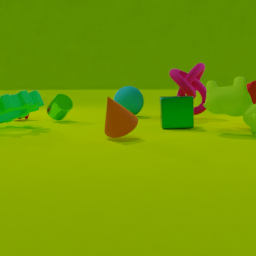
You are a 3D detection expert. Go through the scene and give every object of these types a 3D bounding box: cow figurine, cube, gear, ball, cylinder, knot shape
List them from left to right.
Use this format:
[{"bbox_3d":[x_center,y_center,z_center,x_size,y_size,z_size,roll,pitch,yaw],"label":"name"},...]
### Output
[{"bbox_3d":[-3.535,-0.526,8.197,2.050,0.379,2.050,-22,0,0],"label":"gear"},{"bbox_3d":[-2.471,-0.748,10.149,0.727,0.727,0.727,-8,-24,-43],"label":"cylinder"},{"bbox_3d":[0.035,-1.103,11.643,1.257,1.257,1.257,0,9,0],"label":"ball"},{"bbox_3d":[1.483,-0.507,8.662,0.940,0.940,0.940,-2,8,4],"label":"cube"},{"bbox_3d":[2.462,-1.446,10.865,0.959,1.943,2.076,-5,10,46],"label":"knot shape"},{"bbox_3d":[2.762,-0.524,7.156,1.607,1.582,0.882,-4,-30,15],"label":"cow figurine"}]

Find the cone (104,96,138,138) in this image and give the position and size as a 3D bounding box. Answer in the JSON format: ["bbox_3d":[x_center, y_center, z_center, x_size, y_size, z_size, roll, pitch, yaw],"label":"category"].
[{"bbox_3d":[-0.310,-0.386,6.570,0.880,0.883,0.880,-15,36,12],"label":"cone"}]

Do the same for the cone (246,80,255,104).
[{"bbox_3d":[3.324,-0.925,8.606,1.167,1.167,1.171,-8,16,-42],"label":"cone"}]

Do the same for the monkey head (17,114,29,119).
[{"bbox_3d":[-4.026,-0.722,10.603,0.658,0.785,1.091,22,17,-47],"label":"monkey head"}]
